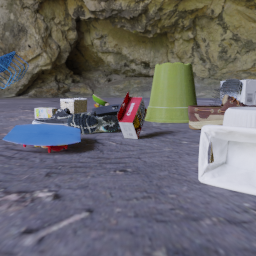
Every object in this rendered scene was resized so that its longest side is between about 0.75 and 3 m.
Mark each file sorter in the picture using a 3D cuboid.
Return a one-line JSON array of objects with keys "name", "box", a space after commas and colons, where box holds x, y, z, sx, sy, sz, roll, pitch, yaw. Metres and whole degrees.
[{"name": "file sorter", "box": [-3.253, -1.562, 7.633, 0.577, 0.652, 0.940, 38, 29, -9]}]

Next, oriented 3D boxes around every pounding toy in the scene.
[{"name": "pounding toy", "box": [-2.087, -1.806, 21.502, 1.793, 0.832, 1.384, 33, 5, 15]}]

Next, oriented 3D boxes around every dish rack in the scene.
[{"name": "dish rack", "box": [4.468, -1.369, 13.230, 0.581, 2.131, 1.634, 21, 0, -21]}]

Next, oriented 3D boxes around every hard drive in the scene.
[{"name": "hard drive", "box": [-0.678, -0.649, 11.926, 1.541, 0.326, 1.040, -6, -20, 34]}]

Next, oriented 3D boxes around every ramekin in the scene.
[{"name": "ramekin", "box": [3.491, -0.097, 7.786, 1.735, 0.911, 1.735, 0, 7, 0]}]

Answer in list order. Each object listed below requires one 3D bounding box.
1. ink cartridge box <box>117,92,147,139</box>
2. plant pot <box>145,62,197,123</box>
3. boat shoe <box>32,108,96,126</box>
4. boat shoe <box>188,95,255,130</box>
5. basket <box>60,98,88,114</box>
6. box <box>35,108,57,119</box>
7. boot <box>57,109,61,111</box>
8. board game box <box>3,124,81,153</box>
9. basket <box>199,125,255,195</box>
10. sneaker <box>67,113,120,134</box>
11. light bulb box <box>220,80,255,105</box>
[{"name": "ink cartridge box", "box": [0.135, -0.384, 8.129, 0.447, 0.936, 1.066, 3, 50, 22]}, {"name": "plant pot", "box": [2.091, -1.656, 12.990, 2.729, 2.591, 2.729, 0, 7, 0]}, {"name": "boat shoe", "box": [-2.260, -0.340, 9.998, 2.306, 0.782, 0.827, 1, 8, 5]}, {"name": "boat shoe", "box": [3.544, -0.657, 9.807, 2.894, 1.042, 1.044, -8, 10, 15]}, {"name": "basket", "box": [-3.056, -1.215, 15.850, 1.142, 0.927, 1.153, 5, 9, 35]}, {"name": "box", "box": [-4.010, -0.720, 13.690, 0.951, 0.535, 0.482, 3, 9, 13]}, {"name": "boot", "box": [-3.768, -0.827, 14.955, 1.147, 0.425, 0.940, 2, 6, -24]}, {"name": "board game box", "box": [-2.001, 0.316, 6.815, 1.663, 0.410, 2.104, 3, 13, -11]}, {"name": "basket", "box": [1.830, 0.431, 4.119, 1.333, 0.904, 0.822, 7, 6, 41]}, {"name": "sneaker", "box": [-1.177, -0.090, 9.346, 1.725, 0.669, 0.744, 4, -6, -17]}, {"name": "light bulb box", "box": [5.504, -1.395, 13.668, 1.176, 1.867, 1.884, -1, 7, -18]}]
